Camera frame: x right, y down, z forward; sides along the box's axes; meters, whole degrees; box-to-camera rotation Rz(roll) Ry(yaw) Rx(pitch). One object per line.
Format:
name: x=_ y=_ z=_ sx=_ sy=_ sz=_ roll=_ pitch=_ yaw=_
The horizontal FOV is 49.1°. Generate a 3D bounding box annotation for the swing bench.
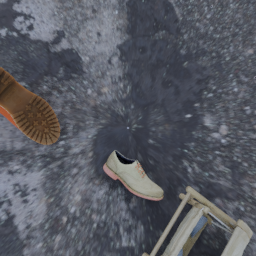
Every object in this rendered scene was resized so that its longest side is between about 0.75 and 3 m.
swing bench: x=1.546 y=2.589 z=6.073 sx=1.823 sy=1.183 sz=1.813 roll=32 pitch=73 yaw=13

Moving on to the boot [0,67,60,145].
boot: x=-2.882 y=-0.544 z=7.362 sx=2.549 sy=1.367 sz=0.957 roll=47 pitch=66 yaw=-17

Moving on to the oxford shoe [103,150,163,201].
oxford shoe: x=0.183 y=1.162 z=6.844 sx=1.669 sy=0.591 sz=0.616 roll=29 pitch=111 yaw=10
